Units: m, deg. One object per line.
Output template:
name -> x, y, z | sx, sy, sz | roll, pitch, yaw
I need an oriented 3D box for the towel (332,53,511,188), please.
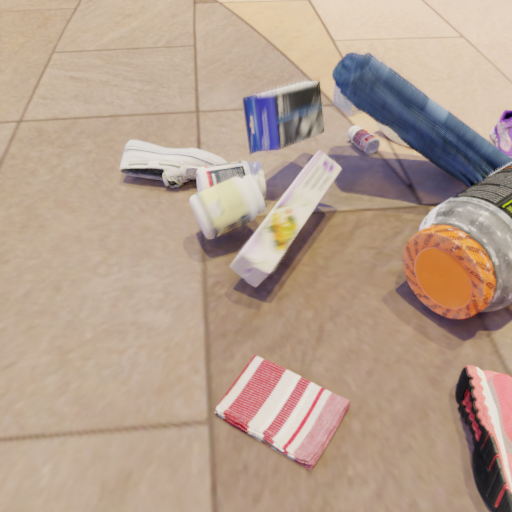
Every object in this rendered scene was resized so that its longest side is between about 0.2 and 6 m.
towel -> 3.113, -2.591, 10.918 | 3.646, 0.885, 2.035 | 31, 17, -14

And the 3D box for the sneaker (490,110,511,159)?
sneaker -> 5.723, -2.643, 12.420 | 0.718, 0.789, 1.785 | 3, 44, 1

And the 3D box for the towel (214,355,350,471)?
towel -> 0.349, 2.067, 7.669 | 1.571, 0.179, 1.132 | 23, 50, 24

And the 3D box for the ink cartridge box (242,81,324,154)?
ink cartridge box -> 0.580, -2.664, 10.690 | 0.415, 1.053, 2.117 | 10, 28, 37

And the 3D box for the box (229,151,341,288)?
box -> 0.573, -0.712, 9.698 | 0.571, 0.612, 2.951 | 39, 53, -4

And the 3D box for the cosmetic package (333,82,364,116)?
cosmetic package -> 2.331, -4.027, 13.925 | 0.482, 0.785, 0.782 | -20, 45, -21

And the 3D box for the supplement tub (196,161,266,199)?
supplement tub -> -0.503, -1.385, 10.976 | 1.237, 0.868, 0.868 | -10, 43, -11

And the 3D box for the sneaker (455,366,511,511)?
sneaker -> 3.213, 2.273, 7.057 | 0.915, 0.778, 2.111 | 3, 42, 2

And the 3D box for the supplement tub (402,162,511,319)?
supplement tub -> 3.919, -0.317, 9.059 | 3.052, 1.870, 1.870 | -27, 49, -29

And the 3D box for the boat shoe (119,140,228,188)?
boat shoe -> -1.706, -1.762, 11.603 | 2.295, 0.844, 0.766 | 11, 70, 13

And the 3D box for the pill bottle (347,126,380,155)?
pill bottle -> 2.417, -2.632, 12.679 | 0.415, 0.415, 0.757 | -20, 46, -21

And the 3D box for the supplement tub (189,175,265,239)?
supplement tub -> -0.501, -0.882, 9.890 | 1.157, 0.839, 0.839 | -25, 47, -7

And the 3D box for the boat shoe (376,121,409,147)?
boat shoe -> 3.792, -2.895, 12.736 | 2.124, 0.765, 0.728 | 24, 40, 24
